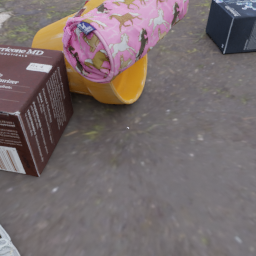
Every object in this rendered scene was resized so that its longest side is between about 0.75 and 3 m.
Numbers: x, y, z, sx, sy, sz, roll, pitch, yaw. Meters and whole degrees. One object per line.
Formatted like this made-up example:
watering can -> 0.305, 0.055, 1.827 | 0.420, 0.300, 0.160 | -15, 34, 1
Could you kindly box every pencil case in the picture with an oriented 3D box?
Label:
pencil case -> 0.068, -2.113, 5.511 | 1.204, 1.258, 2.908 | 17, 50, 36

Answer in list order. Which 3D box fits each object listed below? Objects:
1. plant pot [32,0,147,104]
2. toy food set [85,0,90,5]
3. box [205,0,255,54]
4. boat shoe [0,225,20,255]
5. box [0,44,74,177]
plant pot -> -1.207, -2.192, 8.421 | 2.737, 2.989, 2.989 | 1, 41, 24
toy food set -> -1.000, -5.090, 12.129 | 2.837, 1.354, 1.277 | 39, 52, 3
box -> 4.879, -4.197, 11.235 | 2.774, 1.485, 2.059 | -7, 44, -7
boat shoe -> -2.732, 2.102, 5.207 | 0.879, 0.765, 2.385 | -30, 51, -27
box -> -2.848, -0.508, 6.975 | 2.100, 2.079, 2.532 | 7, 44, 8
